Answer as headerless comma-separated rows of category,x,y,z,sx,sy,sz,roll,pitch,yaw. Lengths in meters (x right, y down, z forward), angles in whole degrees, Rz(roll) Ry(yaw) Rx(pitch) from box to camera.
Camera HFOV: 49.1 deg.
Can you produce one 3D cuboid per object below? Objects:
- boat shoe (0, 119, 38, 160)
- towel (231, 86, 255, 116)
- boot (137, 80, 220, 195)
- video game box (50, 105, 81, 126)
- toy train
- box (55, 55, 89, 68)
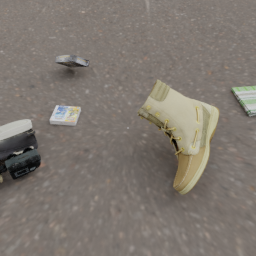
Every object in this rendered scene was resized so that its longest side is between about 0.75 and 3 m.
boat shoe,-3.737,0.679,7.026,2.945,0.888,1.088,-26,21,-30
towel,4.220,-0.929,9.390,1.067,0.219,1.430,-4,42,-7
boot,1.051,0.144,6.844,1.949,0.913,2.508,27,67,-7
video game box,-1.963,-0.400,8.814,0.810,0.190,0.738,4,46,4
toy train,-3.486,1.271,6.646,2.909,0.666,0.496,-23,49,-17
box,-2.068,-2.460,10.357,1.014,0.245,0.803,7,-1,38
